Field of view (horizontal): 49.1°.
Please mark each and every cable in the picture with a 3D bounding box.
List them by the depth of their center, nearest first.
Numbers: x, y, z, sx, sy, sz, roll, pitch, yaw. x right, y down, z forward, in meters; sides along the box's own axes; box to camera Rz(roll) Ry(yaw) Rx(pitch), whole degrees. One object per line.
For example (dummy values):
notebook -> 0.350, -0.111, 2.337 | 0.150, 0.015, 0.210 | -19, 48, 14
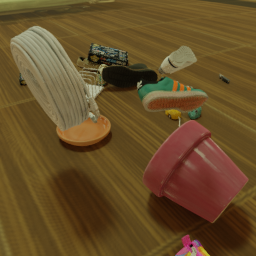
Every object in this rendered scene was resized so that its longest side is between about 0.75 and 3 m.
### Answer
cable -> -1.852, -1.102, 6.693 | 0.862, 2.489, 2.489 | -34, 21, -20

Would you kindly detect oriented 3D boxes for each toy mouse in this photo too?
toy mouse -> 2.297, -0.877, 11.205 | 1.788, 0.389, 2.012 | -14, 36, -19

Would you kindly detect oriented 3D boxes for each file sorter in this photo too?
file sorter -> -1.848, -1.884, 12.232 | 1.051, 0.943, 1.515 | 10, 35, 15

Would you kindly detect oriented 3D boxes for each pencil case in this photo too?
pencil case -> 1.590, 2.959, 5.026 | 0.882, 0.882, 1.996 | -21, 41, -28

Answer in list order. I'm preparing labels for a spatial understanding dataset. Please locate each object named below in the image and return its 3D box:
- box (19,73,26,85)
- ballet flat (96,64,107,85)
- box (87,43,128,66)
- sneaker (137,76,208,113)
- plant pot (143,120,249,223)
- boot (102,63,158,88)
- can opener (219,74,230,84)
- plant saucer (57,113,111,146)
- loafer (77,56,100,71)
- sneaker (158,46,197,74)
box -> -4.687, -2.469, 13.701 | 1.183, 0.272, 0.940 | -10, 35, -14
ballet flat -> -1.230, -2.785, 13.854 | 0.688, 0.688, 1.946 | 1, 33, 2
box -> -1.068, -3.914, 15.222 | 2.148, 0.494, 1.708 | 11, 32, -10
sneaker -> 0.862, -0.685, 5.286 | 1.571, 0.561, 0.628 | -1, 56, -35
plant pot -> 1.732, 1.167, 6.888 | 1.879, 2.099, 2.099 | 39, 48, 23
boot -> -0.077, -2.692, 13.586 | 2.613, 1.012, 1.808 | 5, 27, -17
can opener -> 4.740, -2.419, 13.685 | 0.270, 0.216, 0.809 | -13, 37, -18
plant saucer -> -1.541, 0.062, 9.842 | 1.868, 0.350, 1.868 | 0, 35, 0
loafer -> -2.124, -3.472, 14.970 | 1.549, 0.529, 0.586 | 16, 39, 25
sneaker -> 1.643, -2.193, 9.206 | 1.744, 0.702, 0.666 | -25, 79, -46
